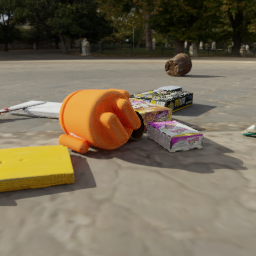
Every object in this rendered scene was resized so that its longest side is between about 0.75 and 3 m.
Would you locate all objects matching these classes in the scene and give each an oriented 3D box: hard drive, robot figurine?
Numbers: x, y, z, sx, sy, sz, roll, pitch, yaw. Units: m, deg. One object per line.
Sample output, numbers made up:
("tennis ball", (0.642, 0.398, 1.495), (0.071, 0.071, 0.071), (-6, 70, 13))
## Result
("hard drive", (-2.863, -0.653, 9.741), (2.006, 0.268, 1.323), (6, 18, 18))
("robot figurine", (-0.755, -0.230, 6.424), (1.307, 1.612, 2.242), (12, -1, -40))

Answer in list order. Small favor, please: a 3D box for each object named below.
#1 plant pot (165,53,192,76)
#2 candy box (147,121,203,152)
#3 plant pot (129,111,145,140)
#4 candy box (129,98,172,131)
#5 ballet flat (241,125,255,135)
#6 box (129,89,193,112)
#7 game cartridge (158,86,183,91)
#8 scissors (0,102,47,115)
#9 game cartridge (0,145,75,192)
("plant pot", (3.784, -4.739, 21.489), (1.690, 1.690, 1.673), (13, 29, 37))
("candy box", (1.089, 0.167, 6.754), (0.850, 0.380, 1.246), (-6, 18, -21))
("plant pot", (-0.102, -0.043, 7.099), (0.775, 0.724, 0.724), (-5, 10, 39))
("candy box", (0.246, -0.462, 8.574), (1.186, 0.574, 2.033), (-9, 20, -31))
("ballet flat", (3.338, 0.081, 7.175), (0.802, 0.302, 0.272), (7, -8, 25))
("box", (1.265, -1.058, 10.683), (1.715, 0.530, 2.148), (10, 19, 35))
("game cartridge", (2.108, -1.951, 14.231), (0.839, 0.255, 1.258), (17, 23, 37))
("scissors", (-4.129, -0.559, 8.999), (1.076, 0.205, 2.941), (14, 29, 42))
("game cartridge", (-1.933, 0.713, 5.181), (1.722, 0.279, 1.518), (-2, 16, -16))
